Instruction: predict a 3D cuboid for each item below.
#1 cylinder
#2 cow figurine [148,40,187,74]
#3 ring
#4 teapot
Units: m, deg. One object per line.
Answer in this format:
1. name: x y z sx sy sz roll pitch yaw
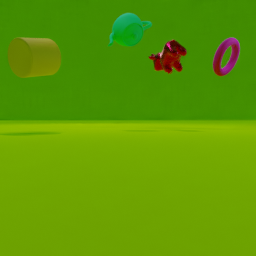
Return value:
1. cylinder: -1.852 -1.403 5.573 0.739 0.739 0.739 1 14 34
2. cow figurine: 1.018 -1.893 7.347 0.607 1.088 1.106 -15 -37 -20
3. ring: 2.981 -2.136 8.475 1.169 1.169 0.234 -2 27 -45
4. teapot: 0.002 -2.544 7.465 1.397 0.868 0.684 -27 49 -11
